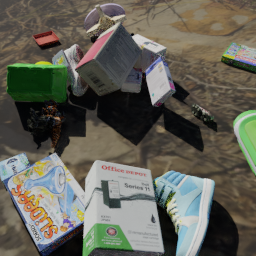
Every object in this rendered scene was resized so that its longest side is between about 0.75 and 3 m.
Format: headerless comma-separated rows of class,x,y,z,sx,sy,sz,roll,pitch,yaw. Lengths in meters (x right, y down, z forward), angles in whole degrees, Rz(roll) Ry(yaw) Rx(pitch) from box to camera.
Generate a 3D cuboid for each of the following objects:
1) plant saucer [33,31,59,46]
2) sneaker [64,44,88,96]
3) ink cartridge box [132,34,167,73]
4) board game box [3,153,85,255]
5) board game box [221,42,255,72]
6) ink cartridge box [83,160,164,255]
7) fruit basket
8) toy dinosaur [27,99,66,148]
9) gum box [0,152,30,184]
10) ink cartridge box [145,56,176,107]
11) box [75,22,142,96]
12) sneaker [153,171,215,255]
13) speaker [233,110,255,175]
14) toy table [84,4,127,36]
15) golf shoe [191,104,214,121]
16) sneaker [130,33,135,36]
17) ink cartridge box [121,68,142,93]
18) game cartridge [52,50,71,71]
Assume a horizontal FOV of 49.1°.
plant saucer,-4.471,-4.857,15.276,1.146,0.210,1.144,-23,51,-22
sneaker,-2.465,-2.422,12.362,1.192,0.935,2.399,-15,70,18
ink cartridge box,0.982,-3.257,12.973,2.262,1.325,0.762,36,52,29
board game box,-2.345,2.147,8.435,1.839,0.468,2.717,-29,53,-25
board game box,5.989,-3.471,13.876,2.294,0.334,1.544,24,51,21
ink cartridge box,-0.200,2.245,7.578,1.825,1.034,2.490,13,43,-20
fruit basket,-3.725,-2.021,11.924,2.526,1.822,2.526,2,3,0
toy dinosaur,-2.946,-0.254,10.425,1.366,1.028,2.012,0,36,-30
gum box,-3.798,1.336,9.386,0.962,0.214,0.817,-22,50,-19
ink cartridge box,1.235,-1.839,11.035,0.370,1.052,1.764,12,52,-35
box,-0.781,-2.912,11.964,1.403,1.647,2.576,-13,39,45
sneaker,1.309,2.356,7.848,1.816,1.106,2.782,18,40,13
speaker,4.535,0.734,9.278,1.261,1.261,2.850,-5,47,-5
toy table,-1.193,-5.535,14.813,2.337,2.148,1.368,-31,33,15
golf shoe,2.942,-0.606,11.197,0.459,0.403,1.043,-4,39,-39
sneaker,0.169,-4.440,14.643,0.480,0.571,1.457,4,48,1
ink cartridge box,0.167,-2.154,12.506,0.867,0.504,1.190,5,48,5
game cartridge,-2.888,-2.785,12.062,0.705,0.214,1.058,-38,63,22
